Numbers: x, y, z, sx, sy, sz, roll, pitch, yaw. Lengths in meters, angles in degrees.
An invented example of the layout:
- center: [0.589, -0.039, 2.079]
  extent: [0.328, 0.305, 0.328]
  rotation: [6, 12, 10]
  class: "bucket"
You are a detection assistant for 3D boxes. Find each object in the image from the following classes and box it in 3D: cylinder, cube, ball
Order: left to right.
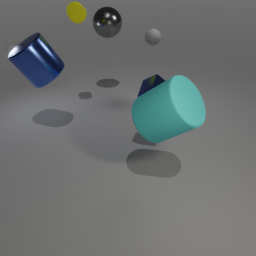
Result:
- center: [-3.228, -2.391, 9.964]
  extent: [1.400, 1.400, 1.400]
  rotation: [-24, 37, 20]
  class: "cylinder"
- center: [-2.027, -4.529, 10.970]
  extent: [0.700, 0.700, 0.700]
  rotation: [-9, 33, -15]
  class: "cylinder"
- center: [-0.976, -5.007, 13.304]
  extent: [1.400, 1.400, 1.400]
  rotation: [0, 29, 0]
  class: "ball"
- center: [1.095, -3.995, 12.315]
  extent: [0.700, 0.700, 0.700]
  rotation: [0, 29, 0]
  class: "ball"
- center: [0.841, -1.147, 8.836]
  extent: [0.700, 0.700, 0.700]
  rotation: [-13, 52, 53]
  class: "cube"
- center: [1.055, -0.460, 7.359]
  extent: [1.400, 1.400, 1.400]
  rotation: [-27, 7, 42]
  class: "cylinder"
